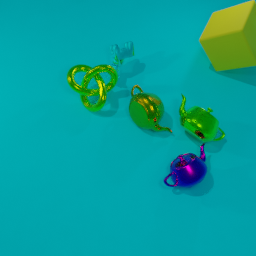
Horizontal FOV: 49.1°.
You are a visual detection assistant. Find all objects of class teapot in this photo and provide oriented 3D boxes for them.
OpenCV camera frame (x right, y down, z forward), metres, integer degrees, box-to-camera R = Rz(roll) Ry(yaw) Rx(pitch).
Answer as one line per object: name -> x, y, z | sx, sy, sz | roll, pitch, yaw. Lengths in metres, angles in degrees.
teapot -> 1.489, 0.964, 6.980 | 1.518, 0.944, 0.743 | -35, 104, -19
teapot -> 0.601, -0.477, 7.805 | 0.838, 1.065, 1.712 | -27, 80, -32
teapot -> 1.914, -0.205, 7.482 | 1.744, 1.084, 0.854 | 36, 92, -13

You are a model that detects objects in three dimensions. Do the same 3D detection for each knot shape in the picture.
knot shape -> -1.099, -1.298, 8.030 | 1.363, 0.673, 1.457 | 30, 98, -8

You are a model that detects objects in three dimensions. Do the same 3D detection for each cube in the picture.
cube -> 3.180, -2.696, 8.393 | 1.324, 1.324, 1.324 | 1, 54, 47

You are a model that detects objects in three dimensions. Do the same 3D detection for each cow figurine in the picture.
cow figurine -> -0.232, -2.024, 8.638 | 1.140, 0.626, 1.121 | -18, 106, -20
